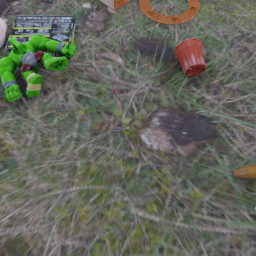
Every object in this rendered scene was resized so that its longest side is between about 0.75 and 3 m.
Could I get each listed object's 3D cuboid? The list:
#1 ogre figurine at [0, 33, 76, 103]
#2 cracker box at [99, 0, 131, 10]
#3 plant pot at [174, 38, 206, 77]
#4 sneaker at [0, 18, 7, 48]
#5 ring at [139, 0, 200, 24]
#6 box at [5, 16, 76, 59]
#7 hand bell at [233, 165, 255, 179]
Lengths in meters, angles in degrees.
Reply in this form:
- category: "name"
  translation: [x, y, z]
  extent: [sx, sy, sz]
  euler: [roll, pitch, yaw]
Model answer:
- category: "ogre figurine"
  translation: [-2.714, -1.882, 7.958]
  extent: [1.387, 1.135, 2.313]
  euler: [43, 95, 18]
- category: "cracker box"
  translation: [-0.766, -5.548, 10.438]
  extent: [2.426, 0.700, 1.625]
  euler: [39, 66, 22]
- category: "plant pot"
  translation: [1.891, -2.039, 8.315]
  extent: [0.866, 0.866, 0.842]
  euler: [-9, 68, -6]
- category: "sneaker"
  translation: [-4.940, -3.217, 8.998]
  extent: [2.085, 0.785, 1.090]
  euler: [7, 62, -3]
- category: "ring"
  translation: [1.504, -4.556, 10.141]
  extent: [2.195, 0.211, 2.195]
  euler: [0, 58, 0]
- category: "box"
  translation: [-2.746, -2.951, 9.041]
  extent: [1.964, 0.435, 1.573]
  euler: [0, 60, 0]
- category: "hand bell"
  translation: [3.527, 0.943, 6.601]
  extent: [2.008, 1.046, 1.046]
  euler: [-8, 59, 10]
